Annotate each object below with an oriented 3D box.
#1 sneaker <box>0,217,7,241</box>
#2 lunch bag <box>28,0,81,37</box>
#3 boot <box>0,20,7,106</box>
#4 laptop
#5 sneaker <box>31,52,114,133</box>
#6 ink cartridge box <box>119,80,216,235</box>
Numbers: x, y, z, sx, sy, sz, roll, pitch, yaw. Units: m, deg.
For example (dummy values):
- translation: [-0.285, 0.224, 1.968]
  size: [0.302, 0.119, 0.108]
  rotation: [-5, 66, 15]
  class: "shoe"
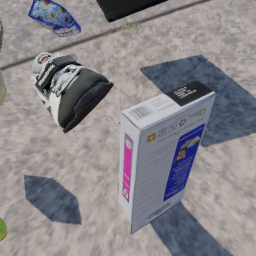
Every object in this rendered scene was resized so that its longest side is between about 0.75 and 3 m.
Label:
- translation: [-2.073, 1.029, 3.634]
  size: [1.303, 0.588, 0.509]
  rotation: [46, 32, -18]
  class: "sneaker"
- translation: [-1.672, -2.563, 6.651]
  size: [1.060, 0.901, 0.657]
  rotation: [21, 97, -3]
  class: "lunch bag"
- translation: [-2.708, -0.188, 3.324]
  size: [2.812, 2.175, 1.013]
  rotation: [-44, 98, -27]
  class: "boot"
- translation: [-0.025, -3.673, 7.511]
  size: [2.078, 1.211, 2.345]
  rotation: [-25, 72, -8]
  class: "laptop"
- translation: [-1.174, -0.739, 4.877]
  size: [1.082, 2.921, 1.293]
  rotation: [-45, 107, -11]
  class: "sneaker"
- translation: [0.304, 0.376, 2.700]
  size: [0.775, 1.637, 0.304]
  rotation: [-25, 49, -26]
  class: "ink cartridge box"
